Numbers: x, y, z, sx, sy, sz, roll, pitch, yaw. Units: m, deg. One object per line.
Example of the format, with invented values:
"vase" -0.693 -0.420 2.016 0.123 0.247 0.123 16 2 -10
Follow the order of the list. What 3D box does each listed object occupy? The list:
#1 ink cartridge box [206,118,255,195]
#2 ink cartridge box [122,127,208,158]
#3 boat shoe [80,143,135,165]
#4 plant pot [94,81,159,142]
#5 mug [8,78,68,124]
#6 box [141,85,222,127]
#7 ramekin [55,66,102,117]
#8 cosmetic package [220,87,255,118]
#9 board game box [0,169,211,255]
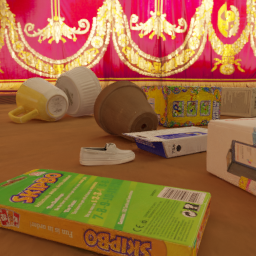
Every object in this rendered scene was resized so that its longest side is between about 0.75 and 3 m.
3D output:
"ink cartridge box" 2.328 0.401 3.831 1.548 0.932 2.131 -3 11 -20
"ink cartridge box" 1.022 0.287 6.194 2.146 0.421 1.067 -4 10 -31
"boat shoe" -0.375 0.463 5.228 1.054 0.361 0.380 -2 9 -12
"plant pot" 0.079 -0.302 7.296 1.564 1.564 1.364 -6 29 -31
"mug" -3.323 -0.848 10.977 1.715 2.089 1.673 20 -12 42
"box" 1.886 -0.899 10.474 2.167 1.372 2.249 -3 9 -19
"ramekin" -2.242 -1.515 12.190 2.255 2.255 1.050 8 23 40
"cosmetic package" 4.587 -1.224 12.814 0.919 1.301 2.514 -7 12 -43
"board game box" -0.423 0.834 3.044 2.421 0.363 1.156 6 10 22
